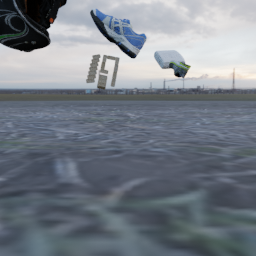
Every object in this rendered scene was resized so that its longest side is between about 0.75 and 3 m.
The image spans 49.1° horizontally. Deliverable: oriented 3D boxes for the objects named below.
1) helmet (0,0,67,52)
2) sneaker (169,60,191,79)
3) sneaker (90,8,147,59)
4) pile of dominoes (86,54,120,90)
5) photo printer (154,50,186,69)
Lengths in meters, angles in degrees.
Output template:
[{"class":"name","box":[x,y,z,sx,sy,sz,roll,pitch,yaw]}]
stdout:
[{"class":"helmet","box":[-2.848,-3.077,7.366,2.069,2.171,2.171,2,6,37]},{"class":"sneaker","box":[1.440,-1.709,8.182,0.387,0.424,1.047,17,11,-18]},{"class":"sneaker","box":[-0.314,-3.065,8.732,2.080,0.801,0.788,42,1,7]},{"class":"pile of dominoes","box":[-1.070,-2.422,11.987,1.229,1.577,0.251,11,-21,-5]},{"class":"photo printer","box":[1.479,-2.393,9.746,0.962,0.334,0.800,-9,50,-21]}]
